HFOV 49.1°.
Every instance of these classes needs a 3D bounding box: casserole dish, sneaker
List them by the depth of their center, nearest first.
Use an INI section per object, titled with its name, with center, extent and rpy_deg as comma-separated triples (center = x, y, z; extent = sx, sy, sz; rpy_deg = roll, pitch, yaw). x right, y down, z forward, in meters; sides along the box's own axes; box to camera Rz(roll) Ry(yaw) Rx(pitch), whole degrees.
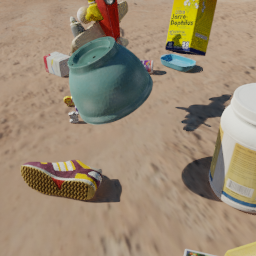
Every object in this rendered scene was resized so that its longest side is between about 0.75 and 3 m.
[sneaker]
center = -1.666, 1.183, 7.110
extent = 2.035, 0.763, 0.917
rpy_deg = 14, 29, 9
[casserole dish]
center = 2.384, -3.125, 13.468
extent = 1.829, 0.355, 1.108
rpy_deg = 28, 44, 35

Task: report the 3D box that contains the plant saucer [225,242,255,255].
[plant saucer]
center = 2.274, 2.630, 4.674
extent = 0.362, 1.493, 1.493
rpy_deg = 42, 39, -8

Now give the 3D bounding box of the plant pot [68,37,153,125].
[plant pot]
center = -0.502, -1.107, 5.807
extent = 1.772, 1.187, 1.772
rpy_deg = -17, 39, 15

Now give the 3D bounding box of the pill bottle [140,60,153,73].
[pill bottle]
center = 0.636, -2.835, 12.859
extent = 1.025, 0.571, 0.571
rpy_deg = 5, 35, 7

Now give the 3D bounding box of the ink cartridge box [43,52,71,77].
[ink cartridge box]
center = -3.161, -2.908, 12.781
extent = 1.071, 0.775, 0.778
rpy_deg = 23, 41, 29

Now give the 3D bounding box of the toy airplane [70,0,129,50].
[toy airplane]
center = -0.809, -3.243, 8.567
extent = 1.599, 2.255, 2.265
rpy_deg = 18, 6, 22

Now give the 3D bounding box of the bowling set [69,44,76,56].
[bowling set]
center = -1.410, -3.367, 13.296
extent = 2.569, 1.379, 1.788
rpy_deg = -30, 63, -37

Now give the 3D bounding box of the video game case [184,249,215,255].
[video game case]
center = 1.533, 2.820, 5.110
extent = 1.159, 0.127, 1.056
rpy_deg = 5, 35, 20

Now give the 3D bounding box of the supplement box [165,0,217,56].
[supplement box]
center = 1.971, -3.255, 8.813
extent = 0.973, 1.777, 0.967
rpy_deg = -2, 16, -45

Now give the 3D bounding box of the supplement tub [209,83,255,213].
[supplement tub]
center = 2.978, 0.463, 6.429
extent = 1.856, 2.566, 1.856
rpy_deg = 0, 35, 0

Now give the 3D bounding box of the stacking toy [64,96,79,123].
[stacking toy]
center = -1.370, -0.793, 10.108
extent = 1.768, 0.415, 1.333
rpy_deg = -9, 36, -13
